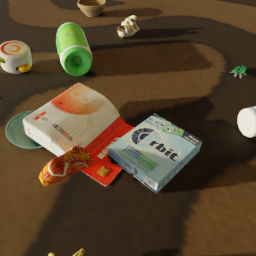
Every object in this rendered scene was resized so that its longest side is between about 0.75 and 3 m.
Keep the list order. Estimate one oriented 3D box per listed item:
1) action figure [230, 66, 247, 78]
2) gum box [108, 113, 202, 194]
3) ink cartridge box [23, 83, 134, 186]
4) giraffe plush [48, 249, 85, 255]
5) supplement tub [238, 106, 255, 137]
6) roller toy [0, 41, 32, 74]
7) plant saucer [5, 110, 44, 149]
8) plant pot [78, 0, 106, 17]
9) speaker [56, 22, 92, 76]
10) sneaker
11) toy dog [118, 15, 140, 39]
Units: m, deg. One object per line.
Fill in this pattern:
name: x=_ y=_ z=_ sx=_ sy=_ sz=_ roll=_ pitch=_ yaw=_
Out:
action figure: x=3.734 y=-1.890 z=9.268 sx=0.513 sy=0.237 sz=0.868 roll=20 pitch=38 yaw=24
gum box: x=0.619 y=0.483 z=6.384 sx=1.425 sy=0.374 sz=1.677 roll=33 pitch=49 yaw=29
ink cartridge box: x=-0.910 y=0.007 z=6.649 sx=2.419 sy=0.606 sz=1.962 roll=27 pitch=47 yaw=21
giraffe plush: x=-0.913 y=2.263 z=4.202 sx=0.756 sy=0.932 sz=0.804 roll=-13 pitch=36 yaw=31
supplement tub: x=3.403 y=-0.220 z=6.968 sx=1.114 sy=0.735 sz=0.735 roll=-12 pitch=43 yaw=-13
roller toy: x=-3.748 y=-2.343 z=9.377 sx=1.106 sy=0.773 sz=1.009 roll=7 pitch=49 yaw=-4
plant saucer: x=-2.297 y=0.079 z=6.910 sx=1.315 sy=0.236 sz=1.315 roll=5 pitch=44 yaw=-5
plant pot: x=-1.710 y=-5.724 z=13.382 sx=1.337 sy=0.617 sz=1.337 roll=0 pitch=40 yaw=0
speaker: x=-1.890 y=-2.793 z=9.701 sx=1.075 sy=1.075 sz=2.432 roll=-10 pitch=42 yaw=-11
sneaker: x=-1.226 y=0.735 z=5.657 sx=0.529 sy=0.559 sz=1.448 roll=57 pitch=26 yaw=11
toy dog: x=-0.079 y=-4.116 z=11.513 sx=0.947 sy=0.682 sz=0.977 roll=6 pitch=42 yaw=20
